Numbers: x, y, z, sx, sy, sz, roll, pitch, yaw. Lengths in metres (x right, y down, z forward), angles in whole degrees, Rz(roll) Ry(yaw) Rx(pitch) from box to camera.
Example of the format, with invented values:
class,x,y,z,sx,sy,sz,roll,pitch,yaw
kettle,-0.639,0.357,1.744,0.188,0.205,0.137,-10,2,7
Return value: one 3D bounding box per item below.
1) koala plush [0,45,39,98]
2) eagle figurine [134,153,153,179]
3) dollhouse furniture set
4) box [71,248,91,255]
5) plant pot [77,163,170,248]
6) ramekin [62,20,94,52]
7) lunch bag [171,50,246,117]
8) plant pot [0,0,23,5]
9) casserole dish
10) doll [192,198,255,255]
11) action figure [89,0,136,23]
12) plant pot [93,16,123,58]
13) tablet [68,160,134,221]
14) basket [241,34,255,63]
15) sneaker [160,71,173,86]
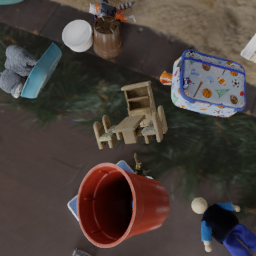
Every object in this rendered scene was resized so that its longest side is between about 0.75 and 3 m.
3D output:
class,x,y,z,sx,sy,sz,roll,pitch,yaw
koala plush,-4.271,-2.092,10.673,1.541,1.597,1.738,31,83,13
eagle figurine,-0.085,1.822,9.117,1.629,1.229,1.236,-39,91,-33
dollhouse furniture set,0.145,-0.444,8.025,1.752,1.999,1.328,-8,107,21
box,-1.529,4.272,8.601,0.710,0.217,0.896,21,69,8
plant pot,0.007,1.783,6.618,1.746,1.698,1.746,-12,71,37
ramekin,-2.018,-3.767,11.632,1.299,0.605,1.299,-4,72,11
lunch bag,2.943,-1.688,10.322,2.802,1.059,2.245,12,73,-13
plant pot,-5.294,-6.390,12.175,1.617,2.015,2.015,-4,67,-15
casserole dish,-2.620,-1.753,8.705,0.432,1.349,2.227,29,39,-14
doll,3.047,3.229,8.816,1.769,0.628,2.593,-41,73,-16
action figure,-0.730,-5.234,12.162,1.933,1.045,1.998,-4,67,-11
plant pot,-0.841,-3.744,11.384,1.275,1.262,1.275,0,68,-1
tablet,-0.617,2.383,9.418,2.448,0.167,1.593,-37,72,-15
basket,6.291,-3.822,11.055,1.830,2.011,2.967,39,73,11
sneaker,2.012,-1.871,10.985,1.494,0.545,0.576,23,72,9
